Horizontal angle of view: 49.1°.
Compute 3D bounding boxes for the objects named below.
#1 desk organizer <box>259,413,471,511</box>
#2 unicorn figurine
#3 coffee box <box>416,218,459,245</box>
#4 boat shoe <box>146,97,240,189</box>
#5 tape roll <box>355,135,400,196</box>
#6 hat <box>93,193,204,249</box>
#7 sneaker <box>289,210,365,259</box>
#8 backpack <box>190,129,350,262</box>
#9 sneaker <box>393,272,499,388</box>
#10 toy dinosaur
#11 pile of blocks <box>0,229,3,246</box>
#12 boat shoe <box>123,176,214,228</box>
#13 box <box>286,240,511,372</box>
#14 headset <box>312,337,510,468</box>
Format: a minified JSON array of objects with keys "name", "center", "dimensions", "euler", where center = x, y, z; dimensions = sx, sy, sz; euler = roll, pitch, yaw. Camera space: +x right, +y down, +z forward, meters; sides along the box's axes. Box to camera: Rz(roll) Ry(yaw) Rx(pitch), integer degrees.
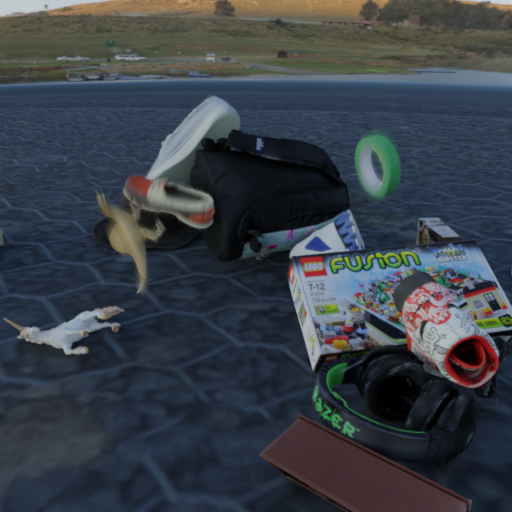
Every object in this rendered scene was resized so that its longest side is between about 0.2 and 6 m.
[{"name":"desk organizer","center":[0.973,2.361,5.423],"dimensions":[1.896,0.680,0.730],"euler":[18,31,36]},{"name":"unicorn figurine","center":[-2.845,1.145,8.597],"dimensions":[1.058,0.569,1.540],"euler":[2,6,32]},{"name":"coffee box","center":[3.788,-0.303,11.760],"dimensions":[0.467,0.662,1.171],"euler":[-2,22,-4]},{"name":"boat shoe","center":[-1.491,-2.180,11.789],"dimensions":[0.953,2.732,0.973],"euler":[30,19,-49]},{"name":"tape roll","center":[2.427,-1.806,11.259],"dimensions":[0.287,1.193,1.193],"euler":[-18,27,-17]},{"name":"hat","center":[-2.441,-1.134,13.108],"dimensions":[2.922,1.179,2.922],"euler":[-1,23,0]},{"name":"sneaker","center":[1.356,0.258,10.249],"dimensions":[1.364,0.954,2.361],"euler":[-23,37,17]},{"name":"backpack","center":[0.319,-1.166,11.586],"dimensions":[3.059,2.553,1.936],"euler":[-9,-15,-26]},{"name":"sneaker","center":[2.414,1.240,6.858],"dimensions":[0.741,2.220,1.190],"euler":[-33,42,3]},{"name":"toy dinosaur","center":[-2.127,-0.331,10.033],"dimensions":[0.975,1.929,0.561],"euler":[-30,-11,3]},{"name":"pile of blocks","center":[-6.305,-0.299,11.237],"dimensions":[1.403,1.062,3.417],"euler":[0,22,1]},{"name":"boat shoe","center":[-1.596,-1.096,10.206],"dimensions":[1.843,0.576,0.656],"euler":[23,52,13]},{"name":"box","center":[2.187,0.689,8.554],"dimensions":[3.154,0.548,1.736],"euler":[-6,54,-12]},{"name":"headset","center":[1.945,1.549,6.585],"dimensions":[2.647,1.244,1.635],"euler":[3,19,-30]}]
